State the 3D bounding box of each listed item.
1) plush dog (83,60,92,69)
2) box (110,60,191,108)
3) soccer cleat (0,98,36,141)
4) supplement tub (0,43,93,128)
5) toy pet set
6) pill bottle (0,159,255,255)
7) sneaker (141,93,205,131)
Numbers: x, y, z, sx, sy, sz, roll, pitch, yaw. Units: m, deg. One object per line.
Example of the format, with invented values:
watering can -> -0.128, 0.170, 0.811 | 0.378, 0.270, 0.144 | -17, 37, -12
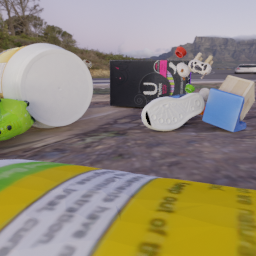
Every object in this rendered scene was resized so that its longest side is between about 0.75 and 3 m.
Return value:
plush dog -> -1.590, -1.700, 8.936 | 0.894, 0.717, 0.768 | -1, 55, -13
box -> 0.893, -1.738, 10.931 | 2.955, 1.806, 1.567 | 4, 12, 19
soccer cleat -> -3.106, -0.216, 6.000 | 2.710, 0.915, 1.098 | 5, 30, 41
supplement tub -> -2.356, -1.103, 7.300 | 2.048, 2.048, 2.837 | -9, 15, -36
toy pet set -> 2.034, -0.655, 7.297 | 2.185, 2.340, 1.243 | 26, 70, 37
pill bottle -> 0.593, 0.757, 0.331 | 2.220, 1.233, 1.233 | 4, 12, 21
sneaker -> 0.842, -0.383, 7.363 | 2.057, 0.829, 1.506 | -20, 6, -34
